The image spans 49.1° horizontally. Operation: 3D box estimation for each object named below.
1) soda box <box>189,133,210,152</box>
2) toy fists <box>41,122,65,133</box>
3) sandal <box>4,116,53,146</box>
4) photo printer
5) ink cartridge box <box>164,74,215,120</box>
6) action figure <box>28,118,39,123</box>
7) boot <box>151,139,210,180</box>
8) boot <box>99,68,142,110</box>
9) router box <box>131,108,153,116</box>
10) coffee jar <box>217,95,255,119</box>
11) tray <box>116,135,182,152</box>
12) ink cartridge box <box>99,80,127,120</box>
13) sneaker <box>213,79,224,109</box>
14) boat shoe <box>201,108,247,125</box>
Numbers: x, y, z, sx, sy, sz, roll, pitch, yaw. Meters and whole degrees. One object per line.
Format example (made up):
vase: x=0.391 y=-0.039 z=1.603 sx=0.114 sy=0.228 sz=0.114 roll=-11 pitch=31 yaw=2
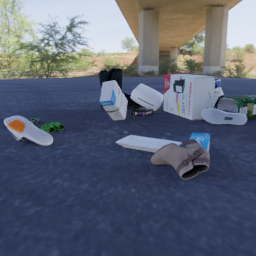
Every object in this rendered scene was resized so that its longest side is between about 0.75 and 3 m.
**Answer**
soda box: x=2.045 y=0.582 z=8.124 sx=0.560 sy=0.529 sz=1.650 roll=4 pitch=13 yaw=18
toy fists: x=-3.034 y=-0.037 z=11.194 sx=0.504 sy=0.340 sz=0.989 roll=7 pitch=16 yaw=29
sandal: x=-3.499 y=0.241 z=9.690 sx=2.064 sy=0.592 sz=0.791 roll=29 pitch=32 yaw=21
photo printer: x=1.140 y=-1.800 z=16.448 sx=1.818 sy=0.759 sz=2.186 roll=28 pitch=23 yaw=3
ink cartridge box: x=3.029 y=-1.684 z=14.400 sx=1.171 sy=2.061 sz=2.828 roll=-5 pitch=14 yaw=-21
action figure: x=-4.258 y=-0.336 z=12.655 sx=0.538 sy=0.249 sz=0.910 roll=-1 pitch=6 yaw=4
boot: x=1.279 y=0.848 z=6.965 sx=1.488 sy=0.523 sz=1.088 roll=-28 pitch=31 yaw=17
boot: x=-0.368 y=-2.298 z=16.399 sx=2.799 sy=2.352 sz=1.069 roll=-6 pitch=14 yaw=-26
router box: x=0.759 y=-0.840 z=14.734 sx=0.778 sy=0.266 sz=1.044 roll=8 pitch=15 yaw=30
coffee jar: x=5.763 y=-1.026 z=13.666 sx=2.613 sy=1.115 sz=1.362 roll=-7 pitch=15 yaw=-27
tray: x=0.663 y=0.542 z=8.993 sx=1.919 sy=0.213 sz=1.030 roll=7 pitch=14 yaw=29
ink cartridge box: x=-0.623 y=-1.212 z=12.636 sx=0.648 sy=1.122 sz=1.537 roll=-6 pitch=-34 yaw=21
sneaker: x=4.428 y=-1.585 z=16.318 sx=2.640 sy=1.525 sz=1.067 roll=-26 pitch=-4 yaw=32
boat shoe: x=4.307 y=-0.525 z=12.613 sx=1.947 sy=0.681 sz=0.645 roll=5 pitch=8 yaw=15
